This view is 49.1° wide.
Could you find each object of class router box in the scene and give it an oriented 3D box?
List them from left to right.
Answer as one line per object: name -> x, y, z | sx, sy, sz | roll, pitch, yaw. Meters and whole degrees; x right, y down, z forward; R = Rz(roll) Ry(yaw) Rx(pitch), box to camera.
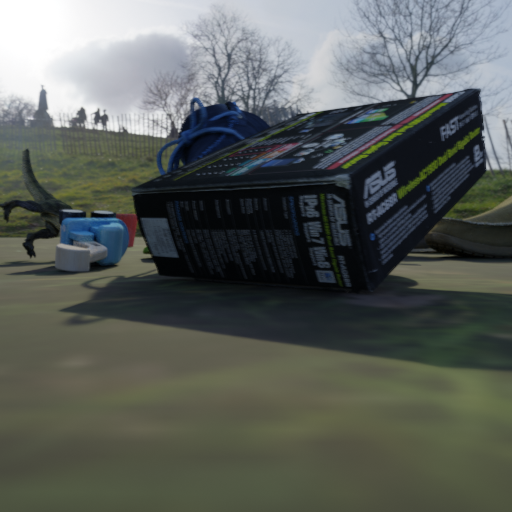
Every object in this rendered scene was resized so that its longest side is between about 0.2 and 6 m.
router box -> 0.538, -0.597, 4.343 | 1.783, 0.739, 2.379 | 2, 26, 39

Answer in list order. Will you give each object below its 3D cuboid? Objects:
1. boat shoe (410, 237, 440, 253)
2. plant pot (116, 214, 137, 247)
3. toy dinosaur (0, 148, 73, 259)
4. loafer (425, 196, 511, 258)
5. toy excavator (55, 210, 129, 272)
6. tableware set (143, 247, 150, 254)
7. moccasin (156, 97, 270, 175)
boat shoe -> 2.839, -0.400, 10.361 | 0.774, 0.660, 2.316 | -1, 3, -31
plant pot -> -3.399, -0.627, 13.950 | 0.935, 0.827, 0.935 | -1, 2, 0
toy dinosaur -> -2.743, -0.517, 7.251 | 0.862, 1.957, 0.464 | -37, -13, -35
loafer -> 3.812, -0.473, 8.224 | 2.891, 0.975, 1.099 | -1, 2, -16
toy excavator -> -1.673, -0.114, 5.705 | 1.174, 0.586, 1.141 | 14, 13, 42
tableware set -> 0.628, -0.286, 8.627 | 3.018, 0.687, 4.479 | -7, 0, 36
moccasin -> -0.571, -1.263, 7.034 | 1.329, 1.126, 3.302 | -43, 8, 17
